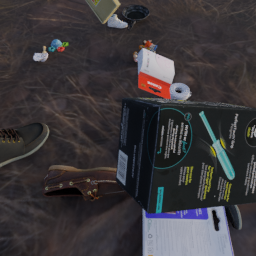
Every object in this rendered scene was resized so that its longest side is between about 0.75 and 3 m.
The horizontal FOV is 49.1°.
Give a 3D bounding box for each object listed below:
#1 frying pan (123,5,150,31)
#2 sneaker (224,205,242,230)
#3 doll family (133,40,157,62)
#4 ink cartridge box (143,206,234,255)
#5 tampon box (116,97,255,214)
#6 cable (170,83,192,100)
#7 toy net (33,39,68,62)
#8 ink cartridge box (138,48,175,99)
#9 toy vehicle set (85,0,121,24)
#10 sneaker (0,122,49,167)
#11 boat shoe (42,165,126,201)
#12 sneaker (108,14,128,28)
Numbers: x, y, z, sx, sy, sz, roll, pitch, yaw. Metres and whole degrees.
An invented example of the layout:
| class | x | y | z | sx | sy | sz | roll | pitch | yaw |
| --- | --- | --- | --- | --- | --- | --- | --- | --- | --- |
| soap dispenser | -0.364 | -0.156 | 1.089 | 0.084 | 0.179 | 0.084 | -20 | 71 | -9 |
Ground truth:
| class | x | y | z | sx | sy | sz | roll | pitch | yaw |
| --- | --- | --- | --- | --- | --- | --- | --- | --- | --- |
| frying pan | 0.533 | -6.003 | 15.362 | 1.506 | 0.405 | 2.490 | -8 | 54 | -6 |
| sneaker | 2.850 | 2.456 | 8.666 | 0.834 | 0.587 | 1.570 | -12 | 44 | -2 |
| doll family | 0.736 | -3.551 | 13.406 | 0.865 | 0.628 | 1.394 | 28 | 74 | 12 |
| ink cartridge box | 1.657 | 2.806 | 8.327 | 2.472 | 0.536 | 2.449 | 0 | 52 | 3 |
| tampon box | 1.468 | 0.495 | 6.598 | 2.966 | 2.223 | 1.872 | 2 | 10 | -23 |
| cable | 2.146 | -1.516 | 11.874 | 0.928 | 0.321 | 0.929 | 34 | 59 | 24 |
| toy net | -3.740 | -3.653 | 13.564 | 0.988 | 0.364 | 1.884 | 28 | 58 | 17 |
| ink cartridge box | 0.779 | -1.476 | 7.563 | 1.039 | 0.365 | 1.278 | 17 | 48 | -23 |
| toy vehicle set | -1.219 | -5.303 | 11.176 | 1.857 | 1.154 | 0.246 | 54 | 49 | -6 |
| sneaker | -4.072 | 0.372 | 9.670 | 2.726 | 1.448 | 1.019 | -33 | 59 | -23 |
| boat shoe | -1.273 | 1.840 | 8.832 | 2.860 | 1.007 | 1.006 | -1 | 45 | 10 |
| sneaker | -0.550 | -5.738 | 15.005 | 1.088 | 0.629 | 0.401 | 4 | 50 | 1 |
